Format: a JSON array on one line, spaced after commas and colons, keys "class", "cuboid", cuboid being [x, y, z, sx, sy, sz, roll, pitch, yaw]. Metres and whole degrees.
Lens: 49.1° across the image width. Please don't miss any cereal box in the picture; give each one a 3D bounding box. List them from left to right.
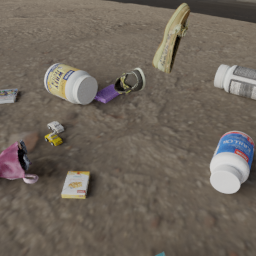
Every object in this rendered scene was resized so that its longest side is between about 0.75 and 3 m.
[{"class": "cereal box", "cuboid": [-1.647, 1.799, 8.938, 0.733, 0.201, 1.019, 1, 34, 1]}]

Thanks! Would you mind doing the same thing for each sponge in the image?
[{"class": "sponge", "cuboid": [-0.967, -1.760, 14.150, 0.857, 0.229, 1.535, 22, 40, 30]}]

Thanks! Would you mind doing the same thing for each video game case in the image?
[{"class": "video game case", "cuboid": [-6.276, -1.557, 13.916, 1.390, 0.160, 1.266, -6, 35, -8]}]

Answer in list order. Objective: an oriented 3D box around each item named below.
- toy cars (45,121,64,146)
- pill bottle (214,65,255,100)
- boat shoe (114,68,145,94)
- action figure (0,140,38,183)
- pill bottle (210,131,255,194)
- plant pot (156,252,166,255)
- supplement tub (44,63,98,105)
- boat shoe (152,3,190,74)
[{"class": "toy cars", "cuboid": [-2.960, 0.128, 11.259, 0.722, 0.357, 1.611, -3, 34, -5]}, {"class": "pill bottle", "cuboid": [5.692, -2.308, 13.903, 2.473, 1.399, 1.399, 23, 40, 28]}, {"class": "boat shoe", "cuboid": [0.021, -1.326, 8.294, 0.530, 0.627, 1.760, -17, 3, -15]}, {"class": "action figure", "cuboid": [-4.323, 1.379, 9.057, 2.378, 1.771, 1.593, -28, 8, -9]}, {"class": "pill bottle", "cuboid": [3.369, 1.101, 9.100, 1.192, 1.192, 2.124, 15, 37, 21]}, {"class": "plant pot", "cuboid": [0.523, 3.342, 6.121, 0.906, 0.964, 0.964, -19, 36, 1]}, {"class": "supplement tub", "cuboid": [-2.713, -2.090, 13.390, 2.214, 1.599, 1.599, 23, 41, 30]}, {"class": "boat shoe", "cuboid": [1.733, -3.240, 10.279, 0.782, 2.497, 0.915, 34, 36, 17]}]
